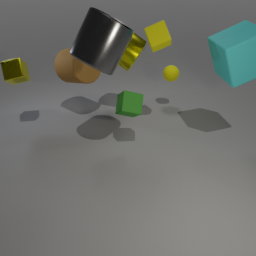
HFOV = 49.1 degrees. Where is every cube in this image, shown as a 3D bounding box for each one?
[{"bbox_3d":[3.628,-2.414,9.098,1.400,1.400,1.400,-24,34,5],"label":"cube"},{"bbox_3d":[0.041,-0.797,9.417,0.700,0.700,0.700,10,-9,-20],"label":"cube"},{"bbox_3d":[-4.063,-2.041,10.158,0.700,0.700,0.700,-13,-4,1],"label":"cube"},{"bbox_3d":[1.026,-3.104,9.534,0.700,0.700,0.700,-21,-2,8],"label":"cube"}]

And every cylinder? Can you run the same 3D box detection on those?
[{"bbox_3d":[-0.753,-2.453,8.015,1.400,1.400,1.400,27,13,-7],"label":"cylinder"},{"bbox_3d":[-0.206,-3.225,11.134,1.400,1.400,1.400,32,29,-9],"label":"cylinder"},{"bbox_3d":[-2.017,-2.517,11.319,1.400,1.400,1.400,-26,26,-38],"label":"cylinder"}]

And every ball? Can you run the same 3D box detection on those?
[{"bbox_3d":[1.886,-2.387,12.262,0.700,0.700,0.700,0,29,0],"label":"ball"}]
